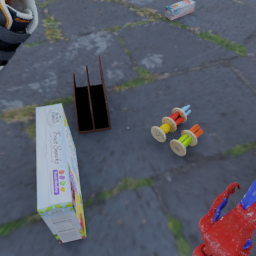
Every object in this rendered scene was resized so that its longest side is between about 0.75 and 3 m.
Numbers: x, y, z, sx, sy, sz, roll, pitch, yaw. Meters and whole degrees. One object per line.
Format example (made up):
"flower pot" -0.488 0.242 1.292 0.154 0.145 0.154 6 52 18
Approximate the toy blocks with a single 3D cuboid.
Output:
"toy blocks" 1.548 -0.026 7.836 1.200 0.523 1.440 36 59 27

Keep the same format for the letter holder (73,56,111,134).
"letter holder" -1.107 -1.025 8.125 0.958 1.354 1.905 -8 51 -6

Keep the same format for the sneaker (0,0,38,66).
"sneaker" -2.588 -1.971 5.577 1.106 2.785 1.092 28 24 8

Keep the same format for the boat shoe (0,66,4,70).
"boat shoe" -4.664 -2.178 9.721 0.451 0.372 1.315 6 50 5

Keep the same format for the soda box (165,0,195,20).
"soda box" 2.255 -5.131 12.113 1.363 0.466 0.433 -29 56 -22

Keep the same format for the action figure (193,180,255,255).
"action figure" 1.778 0.919 3.671 0.788 1.195 2.414 47 108 18

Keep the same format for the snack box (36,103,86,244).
"snack box" -1.482 0.968 6.181 0.665 1.785 2.511 -10 51 -8
